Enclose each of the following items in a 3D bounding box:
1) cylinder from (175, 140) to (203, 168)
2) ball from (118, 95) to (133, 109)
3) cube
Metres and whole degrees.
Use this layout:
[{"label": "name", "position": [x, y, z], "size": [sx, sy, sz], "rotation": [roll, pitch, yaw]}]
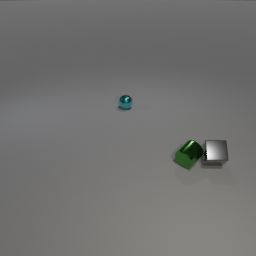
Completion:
[{"label": "cylinder", "position": [2.056, 0.875, 9.423], "size": [0.700, 0.700, 0.700], "rotation": [25, 52, 38]}, {"label": "ball", "position": [-0.115, -1.266, 13.634], "size": [0.700, 0.700, 0.700], "rotation": [0, 28, 0]}, {"label": "cube", "position": [2.897, 0.845, 9.417], "size": [0.700, 0.700, 0.700], "rotation": [1, 68, 2]}]
